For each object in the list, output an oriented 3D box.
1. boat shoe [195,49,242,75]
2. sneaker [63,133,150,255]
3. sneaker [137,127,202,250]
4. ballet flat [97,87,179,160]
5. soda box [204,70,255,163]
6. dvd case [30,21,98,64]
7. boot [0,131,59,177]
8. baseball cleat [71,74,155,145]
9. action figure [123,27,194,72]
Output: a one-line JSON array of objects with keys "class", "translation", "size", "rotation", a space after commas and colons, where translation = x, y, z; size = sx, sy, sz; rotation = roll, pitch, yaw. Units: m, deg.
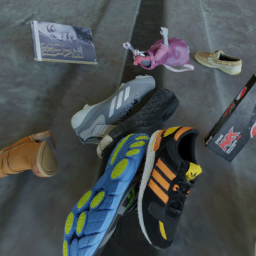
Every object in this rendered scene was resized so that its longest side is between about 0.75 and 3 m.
[{"class": "boat shoe", "translation": [3.160, -2.425, 9.784], "size": [1.728, 0.574, 0.639], "rotation": [28, 51, 28]}, {"class": "sneaker", "translation": [-0.144, 1.384, 5.355], "size": [1.019, 1.191, 2.874], "rotation": [-5, 40, 43]}, {"class": "sneaker", "translation": [0.774, 0.932, 4.762], "size": [0.957, 0.744, 2.127], "rotation": [-19, 55, 45]}, {"class": "ballet flat", "translation": [0.237, -0.132, 7.076], "size": [0.809, 0.946, 2.847], "rotation": [36, 53, 23]}, {"class": "soda box", "translation": [2.639, -0.278, 6.339], "size": [0.741, 2.094, 0.663], "rotation": [32, 22, 2]}, {"class": "dvd case", "translation": [-2.230, -2.984, 9.815], "size": [2.154, 0.172, 1.602], "rotation": [-2, 66, -25]}, {"class": "boot", "translation": [-2.345, 0.717, 6.029], "size": [1.499, 0.740, 1.931], "rotation": [-22, 28, -6]}, {"class": "baseball cleat", "translation": [-0.181, -0.370, 7.321], "size": [2.512, 0.876, 1.337], "rotation": [-31, 64, -4]}, {"class": "action figure", "translation": [0.750, -1.888, 7.546], "size": [1.243, 1.382, 1.855], "rotation": [-4, 22, 46]}]
